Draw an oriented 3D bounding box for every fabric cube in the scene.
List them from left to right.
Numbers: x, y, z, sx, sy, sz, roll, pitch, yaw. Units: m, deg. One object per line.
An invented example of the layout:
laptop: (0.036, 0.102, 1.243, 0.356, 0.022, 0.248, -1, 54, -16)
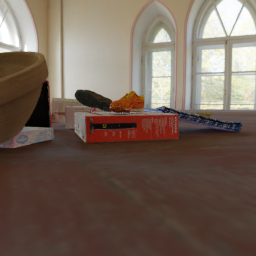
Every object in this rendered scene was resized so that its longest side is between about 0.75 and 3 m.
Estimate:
fabric cube: (-3.347, -0.711, 9.170, 1.604, 1.635, 1.629, -2, 5, -14)

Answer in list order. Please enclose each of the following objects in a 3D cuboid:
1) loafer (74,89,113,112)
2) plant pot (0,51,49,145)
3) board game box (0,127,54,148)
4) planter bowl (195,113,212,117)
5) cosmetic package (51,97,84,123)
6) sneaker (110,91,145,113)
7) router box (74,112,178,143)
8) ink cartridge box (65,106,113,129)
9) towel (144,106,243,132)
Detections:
loafer: (-0.888, -0.759, 7.463, 1.138, 0.409, 0.358, 21, 33, -23)
plant pot: (-2.873, -0.462, 5.255, 2.905, 1.341, 2.905, -5, 27, 2)
board game box: (-2.730, 0.169, 6.391, 1.477, 0.322, 1.484, 1, 5, 17)
planter bowl: (4.174, -0.614, 15.524, 0.941, 0.392, 0.941, -1, 5, 0)
cosmetic package: (-2.184, -0.730, 12.059, 2.212, 0.965, 1.144, 2, 10, -14)
sneaker: (-0.030, -0.660, 7.126, 0.548, 0.579, 1.501, 3, 7, 24)
router box: (-0.205, -0.104, 7.771, 2.327, 0.633, 2.592, -1, 5, -15)
ink cartridge box: (-1.345, -0.418, 10.530, 1.917, 0.812, 1.386, 1, 5, -6)
towel: (2.037, -0.352, 9.237, 2.799, 0.334, 2.026, 12, 1, -15)
